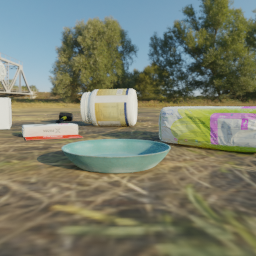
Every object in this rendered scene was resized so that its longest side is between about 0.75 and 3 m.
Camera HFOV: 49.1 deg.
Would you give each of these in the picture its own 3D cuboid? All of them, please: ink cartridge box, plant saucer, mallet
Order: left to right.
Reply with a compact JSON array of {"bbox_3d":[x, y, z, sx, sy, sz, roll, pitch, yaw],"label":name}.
[{"bbox_3d":[-2.379,0.094,8.733,1.683,0.366,1.460,-2,4,-23],"label":"ink cartridge box"},{"bbox_3d":[-3.391,-0.482,15.060,0.768,0.480,2.331,3,10,-9],"label":"mallet"},{"bbox_3d":[-0.197,0.466,4.834,1.850,0.332,1.850,0,6,0],"label":"plant saucer"}]

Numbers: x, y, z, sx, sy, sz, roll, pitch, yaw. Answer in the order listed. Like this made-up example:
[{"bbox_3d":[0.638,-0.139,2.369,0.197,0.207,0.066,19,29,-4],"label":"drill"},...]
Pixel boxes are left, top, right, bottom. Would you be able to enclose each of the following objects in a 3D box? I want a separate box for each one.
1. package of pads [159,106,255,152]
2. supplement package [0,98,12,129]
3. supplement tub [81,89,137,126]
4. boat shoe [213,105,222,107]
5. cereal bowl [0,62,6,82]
[{"bbox_3d":[2.442,-0.046,6.953,2.841,0.969,2.195,4,5,42],"label":"package of pads"},{"bbox_3d":[-5.542,-0.627,11.585,1.294,1.246,2.276,-2,6,-20],"label":"supplement package"},{"bbox_3d":[-0.799,-0.899,12.396,2.278,1.644,1.644,0,5,10],"label":"supplement tub"},{"bbox_3d":[4.765,-0.839,17.332,2.419,0.873,0.871,-7,-30,34],"label":"boat shoe"},{"bbox_3d":[-4.873,-2.155,10.532,0.349,0.837,0.837,-4,4,13],"label":"cereal bowl"}]
